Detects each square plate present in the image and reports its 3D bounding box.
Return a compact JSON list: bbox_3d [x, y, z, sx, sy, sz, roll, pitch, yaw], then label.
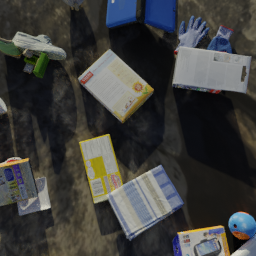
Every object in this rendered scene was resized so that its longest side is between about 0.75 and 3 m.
[{"bbox_3d":[-3.567,2.551,10.523,1.197,0.170,1.186,-13,78,-3],"label":"square plate"}]

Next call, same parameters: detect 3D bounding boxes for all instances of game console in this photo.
[{"bbox_3d":[0.596,-5.518,12.170,2.491,1.727,2.919,-3,76,31],"label":"game console"}]

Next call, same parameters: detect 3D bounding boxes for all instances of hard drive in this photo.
[{"bbox_3d":[4.208,5.167,9.685,2.874,0.384,1.896,-37,93,-8],"label":"hard drive"}]

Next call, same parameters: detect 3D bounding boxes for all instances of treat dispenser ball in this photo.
[{"bbox_3d":[4.068,3.470,9.964,0.916,0.916,0.916,0,78,0],"label":"treat dispenser ball"}]

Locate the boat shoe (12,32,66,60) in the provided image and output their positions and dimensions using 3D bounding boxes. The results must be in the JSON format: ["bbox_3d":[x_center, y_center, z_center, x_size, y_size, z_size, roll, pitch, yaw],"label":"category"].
[{"bbox_3d":[-3.596,-3.433,11.446,2.366,0.825,0.842,15,83,6],"label":"boat shoe"}]

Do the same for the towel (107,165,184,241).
[{"bbox_3d":[0.634,2.686,10.302,2.451,0.292,1.800,-28,79,-14],"label":"towel"}]

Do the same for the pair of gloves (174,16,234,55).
[{"bbox_3d":[3.255,-3.577,11.767,2.539,0.289,2.041,24,81,6],"label":"pair of gloves"}]

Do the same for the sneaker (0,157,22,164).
[{"bbox_3d":[-4.572,1.589,10.399,1.326,0.472,0.746,-21,35,1],"label":"sneaker"}]

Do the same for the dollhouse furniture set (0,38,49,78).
[{"bbox_3d":[-4.364,-2.768,11.160,2.265,1.132,0.874,18,79,3],"label":"dollhouse furniture set"}]

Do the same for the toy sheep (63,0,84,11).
[{"bbox_3d":[-2.309,-5.691,11.743,1.225,1.225,1.777,-21,79,-4],"label":"toy sheep"}]

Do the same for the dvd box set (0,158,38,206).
[{"bbox_3d":[-4.423,2.025,10.029,2.062,0.303,1.509,-13,108,-11],"label":"dvd box set"}]

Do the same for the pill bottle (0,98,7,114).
[{"bbox_3d":[-5.487,-0.656,10.910,1.293,0.731,0.731,-25,79,-5],"label":"pill bottle"}]

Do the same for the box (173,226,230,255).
[{"bbox_3d":[2.602,4.256,10.058,1.906,0.395,1.135,-8,78,-4],"label":"box"}]

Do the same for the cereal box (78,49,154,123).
[{"bbox_3d":[-0.488,-1.689,11.240,2.528,0.500,1.819,44,82,8],"label":"cereal box"}]

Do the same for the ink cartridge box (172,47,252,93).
[{"bbox_3d":[3.254,-2.212,11.066,2.794,0.703,1.522,9,87,6],"label":"ink cartridge box"}]

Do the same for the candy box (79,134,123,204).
[{"bbox_3d":[-0.984,1.532,10.657,1.221,0.316,2.389,-14,79,-6],"label":"candy box"}]
